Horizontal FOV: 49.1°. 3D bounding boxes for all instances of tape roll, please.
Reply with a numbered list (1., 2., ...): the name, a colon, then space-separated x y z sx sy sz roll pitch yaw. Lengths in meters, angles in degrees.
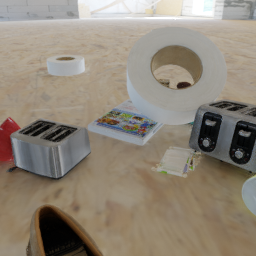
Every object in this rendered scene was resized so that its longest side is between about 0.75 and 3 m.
1. tape roll: 1.206 -1.388 7.346 2.535 0.887 2.535 0 69 0
2. tape roll: -2.897 -2.958 13.121 1.735 0.607 1.735 0 25 0

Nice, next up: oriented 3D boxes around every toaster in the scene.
1. toaster: 2.467 0.086 6.094 1.582 1.038 1.749 22 25 39
2. toaster: -1.644 0.413 5.861 1.236 0.811 1.367 11 28 24

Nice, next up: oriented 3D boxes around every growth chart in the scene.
1. growth chart: 1.112 0.701 6.079 0.844 0.103 1.166 13 28 24

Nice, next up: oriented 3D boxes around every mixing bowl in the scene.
1. mixing bowl: -2.590 0.325 6.081 0.554 1.022 1.022 31 23 -12

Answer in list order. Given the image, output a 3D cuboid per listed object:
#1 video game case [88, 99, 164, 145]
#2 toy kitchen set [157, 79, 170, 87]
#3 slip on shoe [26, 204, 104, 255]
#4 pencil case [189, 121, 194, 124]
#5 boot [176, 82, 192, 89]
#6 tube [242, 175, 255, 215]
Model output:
1. video game case: 0.178 -0.258 7.918 1.624 0.204 2.268 15 29 24
2. toy kitchen set: 1.130 -1.659 10.182 0.892 0.807 0.989 0 26 0
3. slip on shoe: -0.433 1.809 2.935 1.020 0.813 2.684 -13 29 -26
4. pencil case: 1.747 -0.370 7.896 1.009 0.466 0.430 19 28 36
5. boot: 1.966 -1.334 9.967 0.931 0.405 1.119 -20 35 -38
6. tube: 3.232 0.825 5.196 2.839 0.737 0.824 -13 71 -33
